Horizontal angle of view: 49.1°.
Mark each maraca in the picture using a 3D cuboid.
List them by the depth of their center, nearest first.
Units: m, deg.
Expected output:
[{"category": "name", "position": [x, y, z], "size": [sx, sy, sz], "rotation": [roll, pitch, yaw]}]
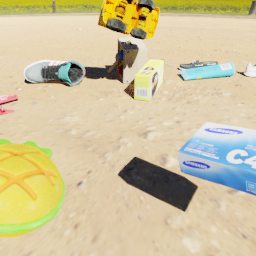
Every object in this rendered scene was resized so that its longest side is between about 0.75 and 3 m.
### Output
[{"category": "maraca", "position": [-2.220, 0.955, 5.478], "size": [1.902, 1.484, 2.774], "rotation": [9, 24, -24]}]

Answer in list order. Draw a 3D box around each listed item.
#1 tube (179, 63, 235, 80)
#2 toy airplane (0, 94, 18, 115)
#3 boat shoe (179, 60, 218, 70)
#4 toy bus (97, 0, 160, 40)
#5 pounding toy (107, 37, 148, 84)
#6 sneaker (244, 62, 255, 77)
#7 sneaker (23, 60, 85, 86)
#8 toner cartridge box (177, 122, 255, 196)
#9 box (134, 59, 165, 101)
[{"category": "tube", "position": [3.832, -2.697, 13.526], "size": [2.531, 0.638, 0.980], "rotation": [-7, 29, -5]}, {"category": "toy airplane", "position": [-4.803, -0.862, 10.191], "size": [1.921, 0.353, 1.921], "rotation": [5, 23, -2]}, {"category": "boat shoe", "position": [3.647, -3.255, 14.524], "size": [1.983, 0.598, 0.750], "rotation": [7, 28, 13]}, {"category": "toy bus", "position": [-0.123, -4.060, 10.439], "size": [2.027, 1.376, 1.946], "rotation": [13, 3, -22]}, {"category": "pounding toy", "position": [-0.102, -3.149, 13.216], "size": [1.477, 1.913, 2.078], "rotation": [-5, 36, -11]}, {"category": "sneaker", "position": [6.515, -2.817, 13.608], "size": [1.568, 0.683, 0.584], "rotation": [5, 27, 7]}, {"category": "sneaker", "position": [-3.109, -2.430, 12.458], "size": [2.765, 1.156, 1.670], "rotation": [-13, 21, -25]}, {"category": "toner cartridge box", "position": [1.651, 0.424, 3.615], "size": [1.829, 0.395, 0.869], "rotation": [12, 39, 42]}, {"category": "box", "position": [0.962, -2.116, 11.893], "size": [0.699, 1.050, 2.790], "rotation": [8, 30, 14]}]
